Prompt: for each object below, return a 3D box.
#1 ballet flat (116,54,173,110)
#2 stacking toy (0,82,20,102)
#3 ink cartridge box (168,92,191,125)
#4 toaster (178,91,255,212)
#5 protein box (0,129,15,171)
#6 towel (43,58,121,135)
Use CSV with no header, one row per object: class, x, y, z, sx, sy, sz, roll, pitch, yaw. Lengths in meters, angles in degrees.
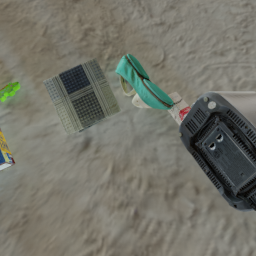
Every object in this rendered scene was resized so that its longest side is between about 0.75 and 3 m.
ballet flat,0.363,-1.085,7.783,0.830,0.867,2.464,14,33,-44
stacking toy,-4.298,-0.989,6.978,2.814,2.122,0.661,-35,74,-17
ink cartridge box,1.367,-0.530,7.650,0.317,0.544,0.752,-26,63,-17
toaster,2.711,0.432,6.183,1.916,1.685,2.966,-12,54,-34
protein box,-3.573,0.557,6.642,1.207,0.814,1.198,-25,82,-12
towel,-1.214,-0.808,7.433,1.604,0.288,1.666,-25,86,0
